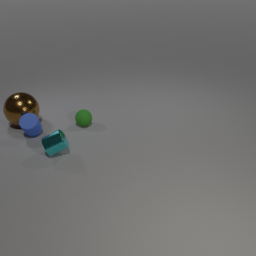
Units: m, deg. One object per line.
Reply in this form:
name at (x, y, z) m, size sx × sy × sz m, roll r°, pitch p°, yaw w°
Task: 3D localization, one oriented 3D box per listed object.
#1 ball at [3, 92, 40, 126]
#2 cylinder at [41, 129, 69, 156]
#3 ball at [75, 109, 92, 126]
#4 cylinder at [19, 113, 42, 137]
ball at (-4.360, -0.764, 11.498) m, size 1.400 × 1.400 × 1.400 m, roll 0°, pitch 28°, yaw 0°
cylinder at (-2.495, 0.504, 9.643) m, size 0.700 × 0.700 × 0.700 m, roll -28°, pitch 31°, yaw 1°
ball at (-1.834, -0.421, 11.590) m, size 0.700 × 0.700 × 0.700 m, roll 0°, pitch 28°, yaw 0°
cylinder at (-3.737, -0.113, 10.787) m, size 0.700 × 0.700 × 0.700 m, roll 0°, pitch 64°, yaw -1°
